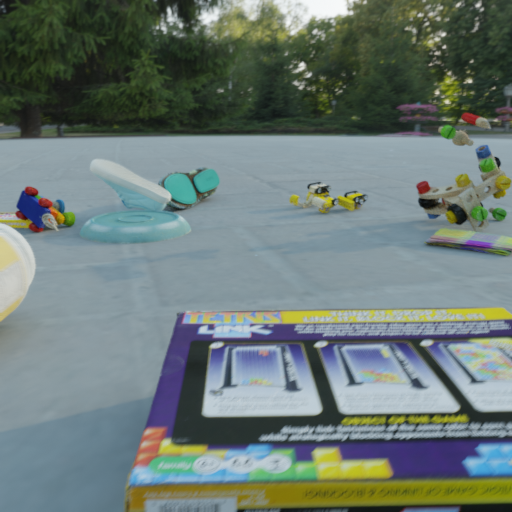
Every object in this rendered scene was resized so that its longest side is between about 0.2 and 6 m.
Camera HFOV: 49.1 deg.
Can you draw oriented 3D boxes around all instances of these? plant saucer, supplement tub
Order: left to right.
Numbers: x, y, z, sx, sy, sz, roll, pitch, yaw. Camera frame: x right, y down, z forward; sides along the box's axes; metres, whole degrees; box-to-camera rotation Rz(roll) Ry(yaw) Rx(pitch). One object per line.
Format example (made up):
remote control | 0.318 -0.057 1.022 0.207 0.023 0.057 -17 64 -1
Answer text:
supplement tub | -3.267 0.311 6.129 1.217 1.217 1.673 0 17 2
plant saucer | -2.525 -0.661 11.760 2.285 0.313 2.285 -1 15 0

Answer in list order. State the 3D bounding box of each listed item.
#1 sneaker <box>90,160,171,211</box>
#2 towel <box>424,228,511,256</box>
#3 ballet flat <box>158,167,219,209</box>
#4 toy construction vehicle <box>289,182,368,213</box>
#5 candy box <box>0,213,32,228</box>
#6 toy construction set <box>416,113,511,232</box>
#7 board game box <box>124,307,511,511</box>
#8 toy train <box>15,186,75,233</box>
sneaker | -2.983 -1.476 12.886 1.949 0.798 0.720 27 21 -20
towel | 4.092 -0.274 10.571 1.572 0.179 1.129 10 17 30
ballet flat | -1.950 -1.698 14.808 1.055 1.055 2.842 7 14 23
toy construction vehicle | 1.814 -1.373 14.191 1.570 0.553 1.367 -17 34 -40
candy box | -5.422 -0.800 12.436 1.590 0.210 0.813 1 19 2
toy construction set | 4.641 -1.649 11.833 2.044 2.451 1.883 -7 22 -4
board game box | 0.802 1.156 3.983 3.004 0.852 2.483 0 13 -1
toy train | -4.247 -0.801 11.860 1.694 0.717 0.980 34 14 32
